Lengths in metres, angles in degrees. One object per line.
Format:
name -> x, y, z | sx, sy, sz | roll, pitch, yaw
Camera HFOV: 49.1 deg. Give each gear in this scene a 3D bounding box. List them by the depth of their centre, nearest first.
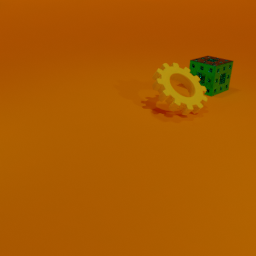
gear -> 1.498, -1.145, 8.069 | 1.661, 0.307, 1.661 | 14, 54, -20

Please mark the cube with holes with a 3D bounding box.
cube with holes -> 2.804, -1.811, 9.609 | 1.025, 1.025, 1.025 | -21, 34, -35
